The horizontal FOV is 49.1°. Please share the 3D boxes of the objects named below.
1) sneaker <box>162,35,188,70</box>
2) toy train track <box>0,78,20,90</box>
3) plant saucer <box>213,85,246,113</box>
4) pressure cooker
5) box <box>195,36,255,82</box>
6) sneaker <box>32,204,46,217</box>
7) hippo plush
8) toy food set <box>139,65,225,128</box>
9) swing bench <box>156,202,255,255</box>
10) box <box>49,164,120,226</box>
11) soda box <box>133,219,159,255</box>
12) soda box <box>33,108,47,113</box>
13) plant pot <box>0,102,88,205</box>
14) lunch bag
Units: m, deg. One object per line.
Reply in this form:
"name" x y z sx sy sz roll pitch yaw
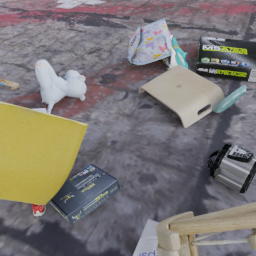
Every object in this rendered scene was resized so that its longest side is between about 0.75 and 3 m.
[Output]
"sneaker" 2.061 -3.210 12.360 1.001 0.974 2.513 13 44 -12
"toy train track" -5.282 -1.798 10.938 2.248 0.366 1.289 15 35 9
"plant saucer" 3.373 -0.907 9.197 1.304 1.304 0.179 -28 72 -30
"pressure cooker" 2.578 0.962 7.002 1.154 1.015 1.031 28 82 28
"box" 4.484 -3.039 12.116 2.957 0.703 2.856 10 43 11
"sneaker" -2.112 1.623 6.694 0.369 0.406 0.957 -10 39 -10
"hippo plush" -2.276 -1.593 9.696 1.572 1.558 1.956 -13 41 -14
"toy food set" 1.824 -1.179 9.964 1.848 0.778 2.576 -32 46 -17
"swing bench" 1.759 2.442 3.831 2.588 1.679 2.574 -8 79 -5
"box" -1.067 1.513 6.636 1.424 0.363 1.123 -32 35 -29
"soda box" 0.263 2.922 4.767 0.811 0.873 2.557 16 41 18
"soda box" -3.779 0.138 8.037 2.903 0.989 0.924 -4 40 -4
"plant pot" -2.082 0.562 5.930 1.789 1.830 1.778 16 -4 -19
"lunch bag" 0.825 -3.523 11.620 1.803 1.146 1.529 -16 43 22
